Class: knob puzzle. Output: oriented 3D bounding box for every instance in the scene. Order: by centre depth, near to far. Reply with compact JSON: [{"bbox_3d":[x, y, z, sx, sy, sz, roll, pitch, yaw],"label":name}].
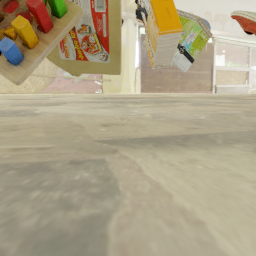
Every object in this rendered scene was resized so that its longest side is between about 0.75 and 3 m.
[{"bbox_3d":[-1.535,-2.826,7.889,3.110,3.110,0.431,2,34,13],"label":"knob puzzle"}]

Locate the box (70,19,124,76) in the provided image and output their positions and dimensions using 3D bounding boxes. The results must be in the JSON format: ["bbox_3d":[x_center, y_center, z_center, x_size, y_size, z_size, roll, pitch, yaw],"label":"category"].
[{"bbox_3d":[-1.567,-3.194,9.478,1.687,1.705,2.055,43,48,11],"label":"box"}]

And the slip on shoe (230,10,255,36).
[{"bbox_3d":[4.103,-3.531,9.448,0.851,0.703,2.297,0,32,-11],"label":"slip on shoe"}]

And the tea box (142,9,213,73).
[{"bbox_3d":[1.662,-3.031,9.532,1.070,1.576,1.602,25,14,-47],"label":"tea box"}]

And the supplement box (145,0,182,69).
[{"bbox_3d":[0.883,-2.449,7.443,0.602,1.033,1.639,-10,-20,-5],"label":"supplement box"}]

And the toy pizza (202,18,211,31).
[{"bbox_3d":[2.756,-3.930,11.333,1.155,1.155,0.183,2,-12,15],"label":"toy pizza"}]

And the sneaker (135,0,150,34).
[{"bbox_3d":[0.507,-3.768,8.795,0.675,1.721,0.683,-6,-16,-46],"label":"sneaker"}]

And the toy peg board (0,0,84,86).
[{"bbox_3d":[-2.545,-2.495,5.795,2.263,2.253,1.107,33,-16,12],"label":"toy peg board"}]
